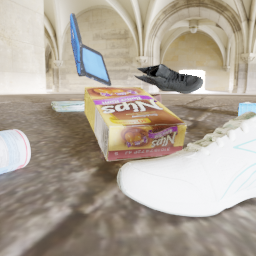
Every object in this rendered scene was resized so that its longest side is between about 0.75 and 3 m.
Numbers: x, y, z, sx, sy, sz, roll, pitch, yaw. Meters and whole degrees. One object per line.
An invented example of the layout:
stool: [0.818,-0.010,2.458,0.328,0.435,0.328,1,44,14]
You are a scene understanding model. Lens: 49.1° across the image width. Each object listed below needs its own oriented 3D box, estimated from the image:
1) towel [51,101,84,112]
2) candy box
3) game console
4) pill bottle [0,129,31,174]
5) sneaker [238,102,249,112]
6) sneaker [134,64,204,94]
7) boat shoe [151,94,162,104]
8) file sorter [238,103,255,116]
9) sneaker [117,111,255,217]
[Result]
towel: [-3.125,-1.268,15.723,2.184,0.526,1.870,-3,10,-22]
candy box: [-0.016,-0.263,6.466,1.596,0.773,2.736,-3,25,-18]
game console: [-1.526,-3.235,11.622,1.470,2.120,2.484,-7,50,-15]
pill bottle: [-2.208,0.431,4.330,0.676,0.676,1.244,6,11,33]
sneaker: [5.898,-0.878,13.058,1.512,0.591,0.683,0,11,-5]
sneaker: [0.913,-1.146,6.385,1.468,0.441,0.766,6,-20,43]
boat shoe: [0.343,-1.504,14.813,2.971,1.069,1.072,6,27,21]
file sorter: [5.367,-0.765,12.310,0.858,0.596,0.527,2,12,10]
sneaker: [1.299,0.342,3.431,2.903,1.163,1.021,-3,11,-8]
